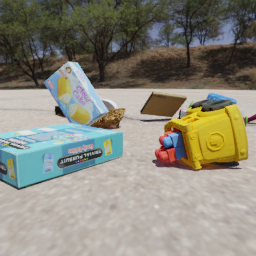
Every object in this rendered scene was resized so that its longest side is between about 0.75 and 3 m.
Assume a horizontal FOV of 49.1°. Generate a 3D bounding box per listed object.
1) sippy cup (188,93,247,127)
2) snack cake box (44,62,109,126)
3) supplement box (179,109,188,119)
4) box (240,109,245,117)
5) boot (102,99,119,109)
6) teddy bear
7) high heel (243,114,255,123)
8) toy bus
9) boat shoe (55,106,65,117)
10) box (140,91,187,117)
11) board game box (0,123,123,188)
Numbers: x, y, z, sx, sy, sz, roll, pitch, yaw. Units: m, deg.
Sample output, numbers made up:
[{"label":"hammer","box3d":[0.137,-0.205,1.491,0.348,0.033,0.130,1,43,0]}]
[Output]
[{"label":"sippy cup","box3d":[3.027,-0.463,9.519,1.760,1.290,1.382,8,17,-22]},{"label":"snack cake box","box3d":[-1.949,-1.173,10.649,1.329,2.311,0.777,-35,-4,21]},{"label":"supplement box","box3d":[2.908,-0.689,14.304,0.574,0.446,1.041,2,11,13]},{"label":"box","box3d":[5.734,-0.808,15.042,0.604,0.422,0.793,-7,12,-34]},{"label":"boot","box3d":[-1.105,-1.117,14.945,1.283,1.033,2.840,-15,17,-39]},{"label":"teddy bear","box3d":[-1.155,-0.420,12.231,2.419,0.808,1.754,-2,7,24]},{"label":"high heel","box3d":[5.628,-0.581,12.930,1.513,0.727,0.510,5,12,27]},{"label":"toy bus","box3d":[1.628,0.231,7.214,2.111,1.492,2.199,-17,10,-6]},{"label":"boat shoe","box3d":[-3.474,-0.999,15.393,0.625,0.679,1.901,-12,11,-32]},{"label":"box","box3d":[1.705,-1.109,13.575,1.872,1.531,0.199,4,52,-24]},{"label":"board game box","box3d":[-1.938,0.501,7.033,2.251,0.700,2.982,9,14,40]}]
